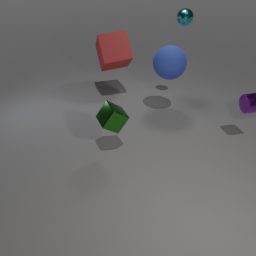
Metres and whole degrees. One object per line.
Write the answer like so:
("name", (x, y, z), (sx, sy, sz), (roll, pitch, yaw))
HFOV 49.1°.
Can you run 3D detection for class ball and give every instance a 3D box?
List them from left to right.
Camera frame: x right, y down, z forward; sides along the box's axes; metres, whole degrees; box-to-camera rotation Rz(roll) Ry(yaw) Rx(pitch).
("ball", (1.745, -2.723, 11.681), (1.400, 1.400, 1.400), (0, 30, 0))
("ball", (2.403, -4.664, 11.785), (0.700, 0.700, 0.700), (0, 30, 0))

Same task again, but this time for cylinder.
("cylinder", (4.466, -0.897, 10.012), (0.700, 0.700, 0.700), (-9, 31, -8))

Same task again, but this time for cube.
("cube", (-0.517, -0.358, 9.252), (0.700, 0.700, 0.700), (21, 23, -39))
("cube", (-0.694, -3.672, 13.444), (1.400, 1.400, 1.400), (-13, 0, -11))
